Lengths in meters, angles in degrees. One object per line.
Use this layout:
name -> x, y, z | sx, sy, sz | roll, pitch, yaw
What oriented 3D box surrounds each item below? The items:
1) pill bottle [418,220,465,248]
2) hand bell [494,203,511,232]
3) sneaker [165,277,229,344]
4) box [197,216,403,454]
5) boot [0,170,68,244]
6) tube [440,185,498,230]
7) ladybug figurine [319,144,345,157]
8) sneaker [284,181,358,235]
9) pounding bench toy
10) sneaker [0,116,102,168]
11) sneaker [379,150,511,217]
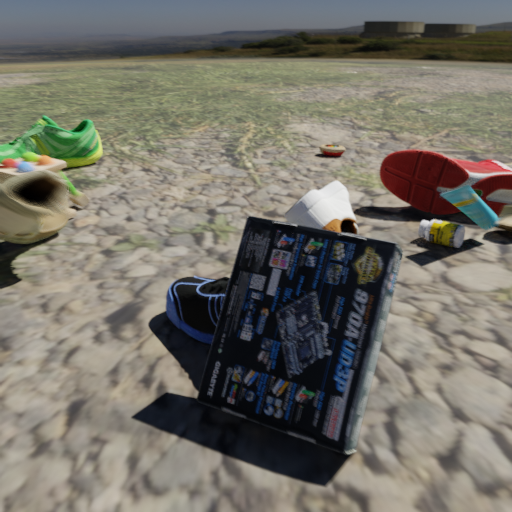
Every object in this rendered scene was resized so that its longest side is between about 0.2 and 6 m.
pill bottle -> 3.358, -0.418, 10.171 | 0.746, 0.419, 0.419 | 16, 28, 35
hand bell -> 4.907, -1.104, 10.501 | 0.653, 1.255, 0.653 | 17, 1, 0
sneaker -> -0.006, 0.590, 7.006 | 2.956, 1.151, 1.036 | 18, 30, 33
box -> 0.437, 0.729, 5.725 | 1.647, 2.072, 0.477 | 12, -8, 25
boot -> -3.715, -0.823, 9.460 | 1.763, 0.822, 2.280 | -19, -5, 29
tube -> 3.836, -0.887, 9.951 | 1.334, 0.336, 0.517 | 28, -37, -36
ladybug figurine -> 2.201, -3.044, 16.202 | 0.782, 0.281, 0.531 | 12, 27, 24
sneaker -> 1.371, -0.635, 10.408 | 1.166, 1.003, 2.754 | 47, 24, 5
pounding bench toy -> -4.230, -1.437, 11.263 | 1.032, 1.296, 1.662 | 15, 31, 31
sneaker -> -5.675, -2.895, 14.505 | 3.331, 1.392, 1.234 | -21, 32, -37
sneaker -> 4.326, -1.601, 12.233 | 3.239, 1.269, 1.871 | 18, 19, 9
